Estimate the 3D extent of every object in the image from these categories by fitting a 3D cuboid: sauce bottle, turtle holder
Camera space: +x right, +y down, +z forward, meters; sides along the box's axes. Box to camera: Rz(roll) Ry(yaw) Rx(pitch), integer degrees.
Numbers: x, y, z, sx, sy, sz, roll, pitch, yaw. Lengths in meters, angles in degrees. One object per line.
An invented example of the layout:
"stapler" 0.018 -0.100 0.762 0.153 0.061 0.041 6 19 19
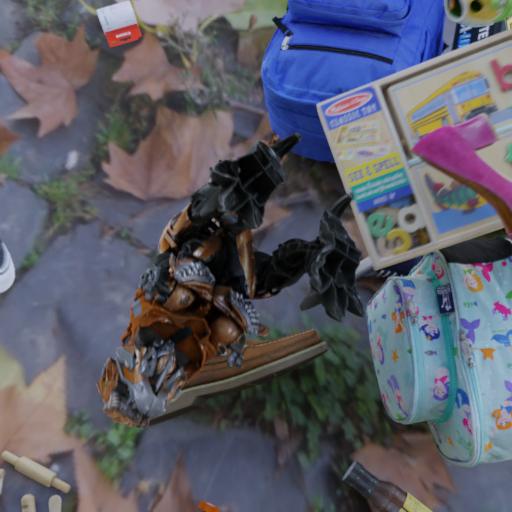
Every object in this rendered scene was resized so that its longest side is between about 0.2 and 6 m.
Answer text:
"sauce bottle" 2.269 4.010 8.804 1.965 0.636 0.636 38 73 14
"turtle holder" 3.105 -3.476 7.659 0.772 0.826 1.088 -24 58 -8

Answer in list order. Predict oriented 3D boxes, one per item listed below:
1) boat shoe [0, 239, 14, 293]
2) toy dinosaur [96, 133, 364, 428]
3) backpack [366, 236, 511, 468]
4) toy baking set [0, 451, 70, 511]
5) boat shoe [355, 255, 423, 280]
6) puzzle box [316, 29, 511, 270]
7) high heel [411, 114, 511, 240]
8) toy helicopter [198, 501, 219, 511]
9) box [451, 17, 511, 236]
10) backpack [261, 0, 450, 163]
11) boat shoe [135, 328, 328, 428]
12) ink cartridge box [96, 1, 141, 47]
"boat shoe" -3.913 -0.451 7.380 0.918 0.868 2.560 -15 43 -31
"toy dinosaur" -0.538 -0.097 7.613 2.438 3.240 4.773 22 60 -34
"backpack" 3.083 1.572 8.577 2.372 2.797 3.151 -13 73 -4
"toy baking set" -3.741 4.144 8.987 2.026 0.236 1.555 20 73 8
"boat shoe" 2.416 0.238 10.332 1.530 0.571 0.710 -31 88 0
"puzzle box" 2.976 -1.572 7.593 3.755 0.477 2.498 -20 82 9
"high heel" 2.738 -0.677 6.793 0.981 0.689 2.045 -25 87 2
"toy helicopter" -0.407 4.271 8.534 1.404 0.928 0.554 21 70 8
"box" 4.576 -2.652 10.307 0.856 2.957 3.721 -7 59 46
"backpack" 1.690 -3.889 10.440 3.198 3.303 3.936 13 69 22
"boat shoe" -0.544 1.720 9.360 3.444 1.239 1.171 -18 71 -7
"ink cartridge box" -3.081 -5.237 12.617 0.787 0.276 0.968 -20 66 -8
